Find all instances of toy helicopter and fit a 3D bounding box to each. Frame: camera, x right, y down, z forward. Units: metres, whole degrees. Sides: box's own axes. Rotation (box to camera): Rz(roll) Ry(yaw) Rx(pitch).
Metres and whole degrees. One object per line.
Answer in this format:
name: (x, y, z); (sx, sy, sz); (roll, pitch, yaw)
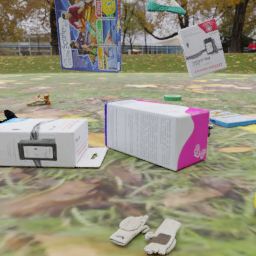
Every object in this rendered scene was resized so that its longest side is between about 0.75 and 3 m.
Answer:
toy helicopter: (-4.645, -1.402, 14.369); (0.821, 0.490, 1.242); (19, 33, 40)

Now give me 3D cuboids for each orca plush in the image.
orca plush: (-3.697, -0.191, 8.586); (2.338, 0.831, 1.230); (2, 14, 6)

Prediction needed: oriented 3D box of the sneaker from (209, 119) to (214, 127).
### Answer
sneaker: (2.695, -0.270, 9.816); (0.379, 0.402, 0.982); (-3, 14, -10)

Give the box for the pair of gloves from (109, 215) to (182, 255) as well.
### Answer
pair of gloves: (0.249, 1.386, 3.663); (0.798, 0.140, 0.679); (4, 18, 24)

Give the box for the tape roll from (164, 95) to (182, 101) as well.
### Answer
tape roll: (2.572, -1.737, 16.117); (1.020, 0.245, 1.020); (-1, 14, 0)

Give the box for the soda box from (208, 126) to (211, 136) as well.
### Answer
soda box: (2.070, 0.044, 8.691); (0.923, 0.327, 0.292); (10, 20, 36)

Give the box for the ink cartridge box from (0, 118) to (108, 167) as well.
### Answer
ink cartridge box: (-1.789, 0.298, 6.604); (2.469, 0.837, 1.432); (1, 14, 3)

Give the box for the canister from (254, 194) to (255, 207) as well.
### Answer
canister: (2.300, 1.199, 3.691); (0.857, 0.499, 1.154); (0, 13, 1)

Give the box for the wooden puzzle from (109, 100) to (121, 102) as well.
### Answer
wooden puzzle: (-0.399, -1.268, 14.447); (1.363, 0.159, 0.919); (4, 19, 17)

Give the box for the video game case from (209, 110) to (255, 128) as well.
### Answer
video game case: (3.622, -0.395, 10.783); (1.537, 0.191, 2.148); (-7, 16, -24)

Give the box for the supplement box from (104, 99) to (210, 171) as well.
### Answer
supplement box: (0.616, 0.036, 6.851); (1.211, 1.237, 2.393); (-11, 16, -41)

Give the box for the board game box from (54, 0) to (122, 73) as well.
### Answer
board game box: (-0.967, -2.569, 6.819); (1.580, 2.335, 0.402); (7, 25, 14)

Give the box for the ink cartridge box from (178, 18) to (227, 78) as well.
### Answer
ink cartridge box: (2.524, -2.653, 9.529); (1.215, 1.673, 0.698); (-17, 11, 8)

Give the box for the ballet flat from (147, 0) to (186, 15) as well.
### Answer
ballet flat: (1.634, -5.116, 11.735); (1.696, 0.597, 0.571); (5, 28, 1)
